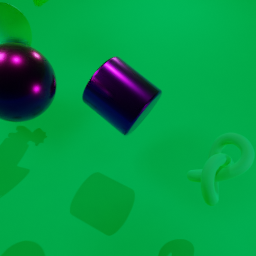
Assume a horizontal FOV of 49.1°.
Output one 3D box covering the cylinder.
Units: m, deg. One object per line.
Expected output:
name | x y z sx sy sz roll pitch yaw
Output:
cylinder | -0.106 -0.585 5.246 1.085 1.085 1.085 39 62 7

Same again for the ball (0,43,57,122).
ball | -1.486 -0.597 3.736 1.040 1.040 1.040 0 54 0

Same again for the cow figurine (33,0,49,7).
cow figurine | -2.071 -3.011 5.771 0.975 0.991 0.544 11 59 19

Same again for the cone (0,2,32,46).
cone | -2.633 -1.818 5.357 1.108 1.104 1.104 21 54 36

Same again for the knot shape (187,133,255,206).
knot shape | 1.428 0.688 4.598 0.564 1.142 1.220 39 71 6
